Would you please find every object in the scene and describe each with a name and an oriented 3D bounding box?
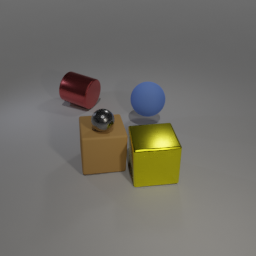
[{"bbox_3d":[0.799,-1.159,11.273,1.400,1.400,1.400,0,31,0],"label":"ball"},{"bbox_3d":[0.786,0.815,8.763,1.400,1.400,1.400,-4,32,-4],"label":"cube"},{"bbox_3d":[-2.182,-1.735,12.830,1.400,1.400,1.400,20,36,17],"label":"cylinder"},{"bbox_3d":[-0.848,0.507,9.213,1.400,1.400,1.400,-4,33,-11],"label":"cube"},{"bbox_3d":[-0.753,-0.232,8.393,0.700,0.700,0.700,0,31,0],"label":"ball"}]
